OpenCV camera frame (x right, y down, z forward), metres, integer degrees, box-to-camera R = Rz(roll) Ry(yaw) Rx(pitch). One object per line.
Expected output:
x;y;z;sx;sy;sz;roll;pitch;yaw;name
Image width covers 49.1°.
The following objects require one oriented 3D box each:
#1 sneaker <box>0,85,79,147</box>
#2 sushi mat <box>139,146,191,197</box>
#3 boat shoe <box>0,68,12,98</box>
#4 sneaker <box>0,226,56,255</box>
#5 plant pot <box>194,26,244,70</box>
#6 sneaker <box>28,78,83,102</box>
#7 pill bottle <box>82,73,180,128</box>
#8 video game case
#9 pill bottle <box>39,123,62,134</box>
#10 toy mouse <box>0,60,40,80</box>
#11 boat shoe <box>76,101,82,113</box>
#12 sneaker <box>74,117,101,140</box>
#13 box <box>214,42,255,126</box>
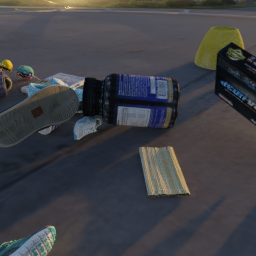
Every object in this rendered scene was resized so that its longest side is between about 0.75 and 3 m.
-2.654;-0.378;7.400;1.454;1.024;2.738;-5;19;41;sneaker
0.834;1.003;6.935;0.946;0.120;1.977;-3;28;-3;sushi mat
-5.188;-1.780;11.305;0.918;1.019;2.833;5;21;-20;boat shoe
-1.831;2.026;4.650;0.613;0.522;1.345;17;31;35;sneaker
5.065;-4.396;15.105;2.686;1.906;2.686;0;29;0;plant pot
-2.422;-1.326;10.307;2.513;1.030;0.929;-6;30;-12;sneaker
0.058;-0.850;8.610;2.805;1.569;1.569;5;28;-3;pill bottle
-3.133;-1.878;12.205;1.706;0.215;2.383;16;32;26;video game case
-2.389;-0.314;8.842;0.633;0.633;1.140;11;29;19;pill bottle
-4.733;-2.570;12.630;1.873;0.408;2.108;17;-4;-13;toy mouse
-2.002;-0.772;9.850;1.415;0.478;0.508;-6;22;-3;boat shoe
-1.241;-0.032;8.504;0.497;0.471;1.231;11;32;17;sneaker
3.503;-0.974;7.755;0.566;1.955;2.460;-37;59;-7;box
